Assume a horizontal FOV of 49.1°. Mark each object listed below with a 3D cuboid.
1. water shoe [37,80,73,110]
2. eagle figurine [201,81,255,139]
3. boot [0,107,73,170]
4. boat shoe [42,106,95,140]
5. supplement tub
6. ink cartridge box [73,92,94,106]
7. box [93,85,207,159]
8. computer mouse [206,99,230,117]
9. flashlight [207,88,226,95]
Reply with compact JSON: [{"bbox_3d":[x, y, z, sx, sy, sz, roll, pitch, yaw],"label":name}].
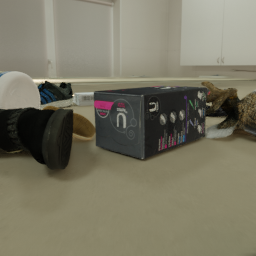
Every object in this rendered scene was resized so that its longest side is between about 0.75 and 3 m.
[{"bbox_3d":[-3.469,-1.333,11.218,1.030,1.137,2.881,9,15,35],"label":"water shoe"},{"bbox_3d":[3.108,-0.356,6.847,2.369,1.788,1.797,26,49,-18],"label":"eagle figurine"},{"bbox_3d":[-1.997,0.088,4.989,1.966,0.989,2.629,3,3,-10],"label":"boot"},{"bbox_3d":[-1.412,-0.067,6.744,1.462,0.506,0.539,26,59,15],"label":"boat shoe"},{"bbox_3d":[-3.623,-0.720,7.413,2.141,1.549,1.549,5,13,21],"label":"supplement tub"},{"bbox_3d":[-1.637,-1.496,13.323,1.920,0.567,2.398,-5,15,-21],"label":"ink cartridge box"},{"bbox_3d":[0.557,-0.270,6.136,1.404,1.218,2.297,10,16,42],"label":"box"},{"bbox_3d":[3.471,-0.766,10.245,1.519,0.578,2.193,6,25,18],"label":"computer mouse"},{"bbox_3d":[4.298,-1.634,13.684,0.707,0.705,2.082,-6,15,-20],"label":"flashlight"}]
